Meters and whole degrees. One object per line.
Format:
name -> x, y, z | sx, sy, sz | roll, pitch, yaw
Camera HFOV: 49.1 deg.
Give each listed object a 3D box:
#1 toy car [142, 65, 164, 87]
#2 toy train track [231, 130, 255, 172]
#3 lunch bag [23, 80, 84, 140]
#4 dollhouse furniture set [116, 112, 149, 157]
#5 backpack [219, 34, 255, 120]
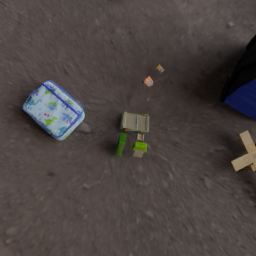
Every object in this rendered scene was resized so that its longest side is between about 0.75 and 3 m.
toy car -> 0.681, -1.326, 7.102 | 0.255, 0.376, 0.766 | 43, 78, 2
toy train track -> 3.237, 1.136, 6.920 | 1.264, 0.359, 2.204 | -22, 84, -12
lunch bag -> -1.864, -0.472, 7.141 | 1.374, 0.566, 1.104 | 42, 78, 7
dollhouse furniture set -> 0.128, 0.176, 7.150 | 0.720, 0.551, 1.098 | 10, 49, -4
backpack -> 3.777, -1.438, 6.207 | 2.318, 2.763, 2.245 | 24, 78, 5
